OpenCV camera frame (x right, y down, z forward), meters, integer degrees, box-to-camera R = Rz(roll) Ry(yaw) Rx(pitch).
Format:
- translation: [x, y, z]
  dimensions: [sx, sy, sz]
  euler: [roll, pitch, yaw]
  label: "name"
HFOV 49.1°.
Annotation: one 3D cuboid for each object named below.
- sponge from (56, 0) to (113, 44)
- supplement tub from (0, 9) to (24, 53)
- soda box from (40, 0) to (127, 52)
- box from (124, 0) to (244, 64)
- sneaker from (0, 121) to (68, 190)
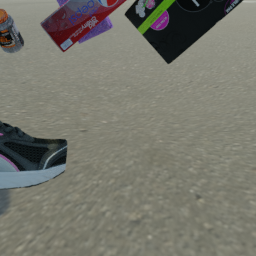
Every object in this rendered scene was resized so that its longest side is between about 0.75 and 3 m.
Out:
- translation: [-1.667, -4.304, 9.519]
  dimensions: [1.408, 2.523, 0.376]
  euler: [-16, 22, 29]
  label: "sponge"
- translation: [-3.290, -2.599, 7.532]
  dimensions: [0.649, 1.059, 0.649]
  euler: [-2, 59, 4]
  label: "supplement tub"
- translation: [-0.846, -2.850, 6.480]
  dimensions: [2.447, 0.776, 0.857]
  euler: [-39, 28, 1]
  label: "soda box"
- translation: [1.428, -3.104, 6.841]
  dimensions: [1.743, 2.346, 1.458]
  euler: [46, 39, -8]
  label: "box"
- translation: [-1.969, 0.075, 3.413]
  dimensions: [2.732, 1.179, 1.097]
  euler: [5, 4, -39]
  label: "sneaker"
